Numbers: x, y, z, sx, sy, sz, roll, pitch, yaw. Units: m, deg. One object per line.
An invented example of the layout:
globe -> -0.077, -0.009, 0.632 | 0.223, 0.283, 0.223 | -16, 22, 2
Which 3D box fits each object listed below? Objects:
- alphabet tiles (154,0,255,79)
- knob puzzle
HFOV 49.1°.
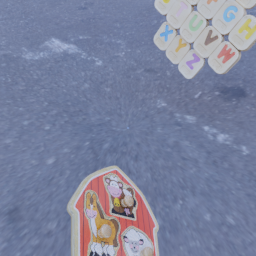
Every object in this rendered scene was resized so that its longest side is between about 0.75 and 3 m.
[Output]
alphabet tiles -> 1.668, -2.502, 6.242 | 0.190, 2.543, 2.601 | -11, 59, -48
knob puzzle -> -0.072, 0.923, 2.954 | 1.356, 0.188, 1.356 | 31, 39, -29
